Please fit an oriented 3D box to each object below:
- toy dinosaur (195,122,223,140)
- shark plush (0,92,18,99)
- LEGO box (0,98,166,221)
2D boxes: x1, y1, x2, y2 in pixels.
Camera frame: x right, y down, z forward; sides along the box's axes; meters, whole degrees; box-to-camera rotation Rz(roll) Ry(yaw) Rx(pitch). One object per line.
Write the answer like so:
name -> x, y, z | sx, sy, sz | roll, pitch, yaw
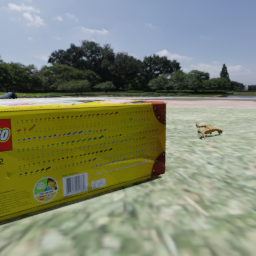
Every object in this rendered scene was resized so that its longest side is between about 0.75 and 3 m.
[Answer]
toy dinosaur -> 2.053, 0.044, 7.296 | 1.203, 0.363, 0.639 | -8, 12, -44
shark plush -> -3.720, -0.166, 7.063 | 2.746, 1.248, 1.144 | 7, 41, 15
LEGO box -> -1.140, 0.159, 3.731 | 2.745, 1.059, 2.044 | -7, 10, -41
